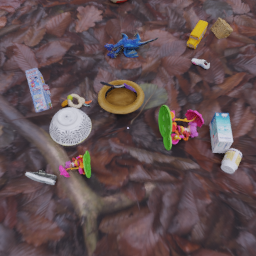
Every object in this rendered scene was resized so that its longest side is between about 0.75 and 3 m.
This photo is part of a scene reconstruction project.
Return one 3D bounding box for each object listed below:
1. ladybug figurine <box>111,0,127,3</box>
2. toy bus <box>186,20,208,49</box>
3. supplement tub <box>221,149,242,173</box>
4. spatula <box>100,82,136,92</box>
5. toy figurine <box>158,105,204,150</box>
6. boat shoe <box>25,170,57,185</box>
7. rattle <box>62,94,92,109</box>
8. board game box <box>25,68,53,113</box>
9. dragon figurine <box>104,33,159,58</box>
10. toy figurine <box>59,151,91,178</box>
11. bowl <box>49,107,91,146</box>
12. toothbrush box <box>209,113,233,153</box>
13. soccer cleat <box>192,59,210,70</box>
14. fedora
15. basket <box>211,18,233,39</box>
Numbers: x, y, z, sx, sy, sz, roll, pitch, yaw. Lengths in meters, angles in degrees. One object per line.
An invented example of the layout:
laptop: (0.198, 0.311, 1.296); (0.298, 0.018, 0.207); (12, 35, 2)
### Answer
ladybug figurine: (-0.405, -7.210, 15.313); (1.340, 0.482, 0.910); (-17, 60, -11)
toy bus: (3.348, -4.515, 13.577); (0.491, 0.591, 1.509); (25, 62, 15)
supplement tub: (3.708, 1.186, 10.063); (0.558, 0.558, 0.767); (27, 62, 16)
spatula: (-0.323, -1.279, 8.501); (1.211, 0.342, 0.124); (12, 77, 21)
toy figurine: (2.133, -0.067, 10.651); (1.571, 1.281, 1.706); (-4, 80, -13)
boat shoe: (-3.050, 1.698, 9.876); (1.086, 0.384, 0.346); (16, 59, 1)
rattle: (-2.121, -0.982, 11.665); (1.018, 0.728, 0.663); (0, 51, -40)
board game box: (-3.018, -1.323, 9.676); (0.435, 1.412, 1.411); (-15, 100, -1)
dragon figurine: (0.170, -3.762, 13.039); (2.447, 0.720, 1.217); (5, 58, 4)
toy figurine: (-1.919, 1.332, 9.961); (1.031, 0.841, 1.120); (-10, 36, 4)
bowl: (-2.287, -0.226, 10.811); (1.668, 0.783, 1.668); (0, 59, 1)
toothbrush box: (3.459, 0.188, 10.472); (0.534, 0.917, 1.253); (2, 59, 1)
soccer cleat: (3.330, -3.007, 12.767); (0.891, 0.385, 0.311); (32, 63, 19)
fedora: (-0.268, -1.122, 11.377); (1.869, 0.762, 1.869); (-2, 58, 3)
basket: (4.707, -4.920, 14.014); (0.646, 0.674, 0.905); (2, 51, -38)
